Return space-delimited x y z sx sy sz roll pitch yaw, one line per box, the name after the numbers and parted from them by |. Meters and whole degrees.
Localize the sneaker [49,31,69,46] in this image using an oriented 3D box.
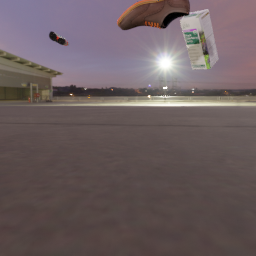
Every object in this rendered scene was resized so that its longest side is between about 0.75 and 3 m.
-2.775 -3.570 11.312 0.930 0.328 0.435 34 12 18 | sneaker

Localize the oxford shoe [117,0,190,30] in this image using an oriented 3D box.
0.482 -2.242 5.628 1.535 0.557 0.546 -15 -6 26 | oxford shoe

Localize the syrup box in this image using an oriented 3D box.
2.296 -2.787 8.933 0.676 1.718 0.699 10 45 43 | syrup box
